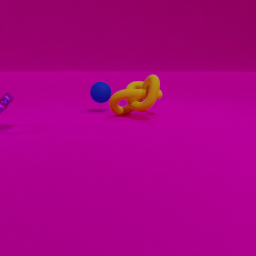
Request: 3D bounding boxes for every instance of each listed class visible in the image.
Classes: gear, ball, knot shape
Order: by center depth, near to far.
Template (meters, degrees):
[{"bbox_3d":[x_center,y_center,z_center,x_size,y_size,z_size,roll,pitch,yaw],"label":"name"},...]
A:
[{"bbox_3d":[-3.387,-0.423,7.109,1.161,0.215,1.161,-35,26,20],"label":"gear"},{"bbox_3d":[0.418,-1.052,8.938,1.892,0.874,1.770,-32,12,-26],"label":"knot shape"},{"bbox_3d":[-0.977,-1.281,10.074,0.777,0.777,0.777,0,12,0],"label":"ball"}]
